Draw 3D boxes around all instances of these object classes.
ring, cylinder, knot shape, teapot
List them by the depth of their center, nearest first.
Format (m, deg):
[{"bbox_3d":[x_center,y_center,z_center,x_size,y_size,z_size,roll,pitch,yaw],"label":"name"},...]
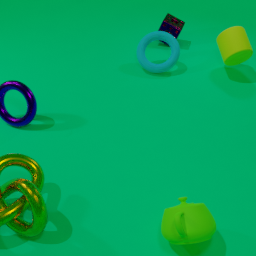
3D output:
[{"bbox_3d":[0.998,1.524,4.720,0.903,1.452,0.711,-14,75,20],"label":"teapot"},{"bbox_3d":[-2.163,1.313,4.967,1.452,0.717,1.552,-31,61,-2],"label":"knot shape"},{"bbox_3d":[-2.763,-0.590,6.873,1.161,1.161,0.232,12,19,13],"label":"ring"},{"bbox_3d":[3.187,-2.440,8.392,0.841,0.841,0.841,-9,72,-9],"label":"cylinder"},{"bbox_3d":[0.944,-2.389,8.793,1.363,0.273,1.363,-1,81,7],"label":"ring"}]

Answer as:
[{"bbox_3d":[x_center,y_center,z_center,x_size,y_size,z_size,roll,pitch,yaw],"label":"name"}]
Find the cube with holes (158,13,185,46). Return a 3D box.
[{"bbox_3d":[1.511,-3.526,10.096,0.727,0.727,0.727,28,46,-1],"label":"cube with holes"}]
